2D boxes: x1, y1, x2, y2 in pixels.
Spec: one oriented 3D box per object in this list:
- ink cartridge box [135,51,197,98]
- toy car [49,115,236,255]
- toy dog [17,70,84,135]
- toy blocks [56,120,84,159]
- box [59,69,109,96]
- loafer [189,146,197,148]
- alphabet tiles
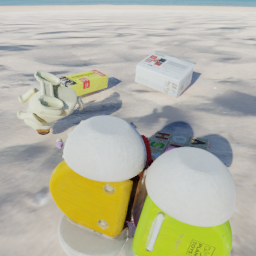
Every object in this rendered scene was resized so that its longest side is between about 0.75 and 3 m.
[{"bbox_3d":[1.503,-2.182,11.020,1.893,0.794,1.662,25,47,23],"label":"ink cartridge box"},{"bbox_3d":[0.253,0.926,4.006,2.480,2.171,1.860,21,29,16],"label":"toy car"},{"bbox_3d":[-2.092,-0.531,7.223,1.532,1.580,1.102,1,60,-44],"label":"toy dog"},{"bbox_3d":[-0.963,0.511,5.725,0.922,0.862,0.776,-34,35,4],"label":"toy blocks"},{"bbox_3d":[-1.726,-1.646,10.377,0.798,0.531,2.120,31,36,30],"label":"box"},{"bbox_3d":[1.227,0.739,6.126,1.154,0.421,0.409,-23,15,-32],"label":"loafer"},{"bbox_3d":[0.970,0.863,6.554,2.485,0.112,2.972,10,30,19],"label":"alphabet tiles"}]
